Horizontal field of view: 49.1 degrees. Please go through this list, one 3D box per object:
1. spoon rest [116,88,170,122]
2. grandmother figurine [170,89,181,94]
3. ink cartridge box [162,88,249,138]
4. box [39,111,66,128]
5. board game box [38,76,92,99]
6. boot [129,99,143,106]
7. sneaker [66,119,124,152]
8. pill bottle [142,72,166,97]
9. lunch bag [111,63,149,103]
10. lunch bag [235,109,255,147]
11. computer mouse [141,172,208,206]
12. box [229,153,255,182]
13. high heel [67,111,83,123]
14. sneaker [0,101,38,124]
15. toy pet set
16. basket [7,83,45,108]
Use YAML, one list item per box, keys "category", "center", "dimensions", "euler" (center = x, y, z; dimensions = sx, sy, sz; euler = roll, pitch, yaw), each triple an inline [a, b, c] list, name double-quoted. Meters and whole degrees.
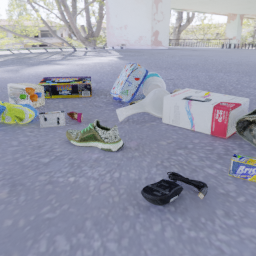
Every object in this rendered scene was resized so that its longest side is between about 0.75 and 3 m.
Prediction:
- category: "spoon rest"
  center: [0.847, -0.865, 11.449]
  dimensions: [2.586, 1.285, 0.784]
  euler: [-17, -4, -23]
- category: "grandmother figurine"
  center: [2.192, -1.465, 13.649]
  dimensions: [1.326, 0.662, 2.187]
  euler: [18, 28, 20]
- category: "ink cartridge box"
  center: [2.939, -0.658, 10.729]
  dimensions: [2.673, 1.144, 1.973]
  euler: [18, 27, 36]
- category: "box"
  center: [-2.892, -0.337, 10.733]
  dimensions: [0.940, 0.548, 0.283]
  euler: [-7, 19, -14]
- category: "board game box"
  center: [-3.430, -2.311, 15.630]
  dimensions: [2.808, 0.796, 2.321]
  euler: [-3, 22, -7]
- category: "boot"
  center: [0.844, -1.032, 12.620]
  dimensions: [1.097, 0.511, 1.418]
  euler: [-14, 18, -35]
- category: "sneaker"
  center: [-1.081, 0.107, 9.011]
  dimensions: [2.041, 0.904, 0.785]
  euler: [8, 22, 20]
- category: "pill bottle"
  center: [1.330, -2.173, 14.662]
  dimensions: [1.200, 1.200, 2.167]
  euler: [0, 20, 1]
- category: "lunch bag"
  center: [-0.011, -2.121, 13.488]
  dimensions: [0.910, 1.930, 2.409]
  euler: [28, 1, -16]
- category: "lunch bag"
  center: [4.974, -0.138, 8.468]
  dimensions: [2.272, 1.629, 2.770]
  euler: [-17, 20, -15]
- category: "computer mouse"
  center: [1.077, 1.474, 6.224]
  dimensions: [1.140, 0.374, 1.623]
  euler: [14, 16, 32]
- category: "box"
  center: [3.308, 1.073, 7.028]
  dimensions: [1.399, 0.490, 0.450]
  euler: [12, 24, 29]
- category: "high heel"
  center: [-2.136, -0.449, 11.216]
  dimensions: [0.567, 0.397, 1.179]
  euler: [5, 4, -16]
- category: "sneaker"
  center: [-4.691, -0.642, 11.363]
  dimensions: [2.296, 0.870, 1.206]
  euler: [14, 12, 16]
- category: "toy pet set"
  center: [-5.154, -0.779, 11.161]
  dimensions: [2.771, 1.471, 2.587]
  euler: [-7, -6, 3]
- category: "basket"
  center: [-4.809, -1.572, 13.301]
  dimensions: [1.564, 1.060, 0.965]
  euler: [13, 22, 31]
